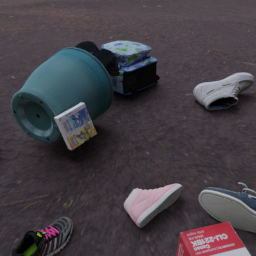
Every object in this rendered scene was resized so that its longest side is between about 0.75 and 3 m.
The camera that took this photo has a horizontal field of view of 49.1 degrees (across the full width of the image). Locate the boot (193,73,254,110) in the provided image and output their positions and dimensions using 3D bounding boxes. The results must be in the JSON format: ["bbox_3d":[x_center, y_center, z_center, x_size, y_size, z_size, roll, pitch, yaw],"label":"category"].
[{"bbox_3d":[4.461,-1.479,12.233,2.980,1.096,1.424,-16,43,-8],"label":"boot"}]

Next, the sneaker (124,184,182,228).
[{"bbox_3d":[0.634,1.819,7.489,1.704,0.641,0.891,-29,48,-30],"label":"sneaker"}]

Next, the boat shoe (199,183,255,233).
[{"bbox_3d":[3.058,2.005,6.959,2.526,0.946,0.781,15,38,19],"label":"boat shoe"}]

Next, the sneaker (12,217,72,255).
[{"bbox_3d":[-1.924,2.541,6.342,0.617,0.732,1.673,23,40,31],"label":"sneaker"}]

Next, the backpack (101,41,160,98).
[{"bbox_3d":[-0.320,-2.993,13.357,2.897,2.129,2.651,19,34,32],"label":"backpack"}]

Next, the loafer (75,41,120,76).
[{"bbox_3d":[-1.410,-2.889,11.888,1.019,1.012,2.801,-45,49,-8],"label":"loafer"}]

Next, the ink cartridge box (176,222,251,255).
[{"bbox_3d":[1.675,3.130,4.530,1.023,1.763,2.444,-8,35,-12],"label":"ink cartridge box"}]

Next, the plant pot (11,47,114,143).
[{"bbox_3d":[-2.277,-0.932,9.394,2.765,2.765,2.598,14,38,20],"label":"plant pot"}]

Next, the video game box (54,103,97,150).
[{"bbox_3d":[-1.526,-0.056,8.309,0.993,1.090,0.255,-34,27,-29],"label":"video game box"}]
